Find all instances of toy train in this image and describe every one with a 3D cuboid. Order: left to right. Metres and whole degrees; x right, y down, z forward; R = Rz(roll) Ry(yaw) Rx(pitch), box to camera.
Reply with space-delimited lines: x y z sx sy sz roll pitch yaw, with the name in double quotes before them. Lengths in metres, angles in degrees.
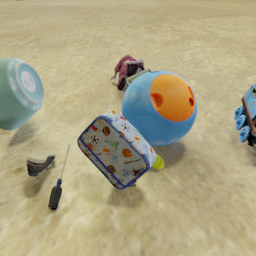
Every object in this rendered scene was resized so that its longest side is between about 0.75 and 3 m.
"toy train" 3.536 -0.284 7.599 0.887 1.169 2.046 23 36 -3

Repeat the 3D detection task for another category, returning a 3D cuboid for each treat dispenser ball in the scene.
"treat dispenser ball" 0.826 -0.520 7.487 1.994 1.994 1.994 0 31 0

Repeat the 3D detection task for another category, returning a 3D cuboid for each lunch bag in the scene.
"lunch bag" -0.264 0.529 6.105 1.653 1.324 0.624 49 33 1

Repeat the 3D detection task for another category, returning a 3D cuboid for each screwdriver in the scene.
"screwdriver" -1.486 1.000 6.175 0.226 0.236 1.620 -15 51 26

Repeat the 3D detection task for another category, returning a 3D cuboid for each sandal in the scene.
"sandal" 0.502 0.743 6.900 0.841 0.334 0.366 31 -9 -5

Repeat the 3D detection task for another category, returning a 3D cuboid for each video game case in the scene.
"video game case" 0.524 -1.441 9.298 0.942 0.857 0.104 -28 -6 -13

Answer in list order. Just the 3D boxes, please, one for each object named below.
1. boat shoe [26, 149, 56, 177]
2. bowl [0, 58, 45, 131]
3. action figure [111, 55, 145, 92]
"boat shoe" -2.069 0.801 6.628 0.527 0.455 1.451 14 2 -3
"bowl" -3.262 -1.118 8.115 1.148 2.194 2.194 -17 28 15
"action figure" -0.063 -2.391 11.079 1.431 1.591 2.137 -9 42 0
